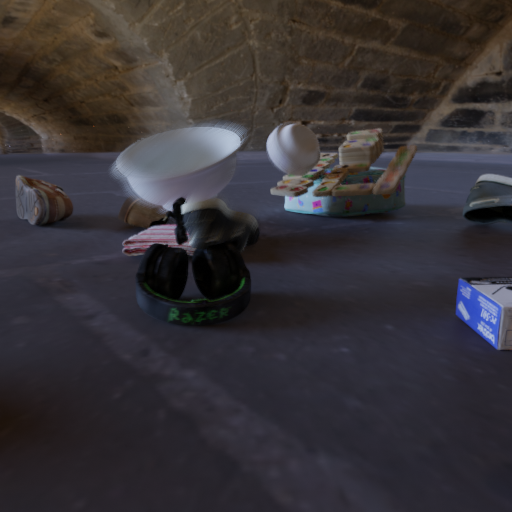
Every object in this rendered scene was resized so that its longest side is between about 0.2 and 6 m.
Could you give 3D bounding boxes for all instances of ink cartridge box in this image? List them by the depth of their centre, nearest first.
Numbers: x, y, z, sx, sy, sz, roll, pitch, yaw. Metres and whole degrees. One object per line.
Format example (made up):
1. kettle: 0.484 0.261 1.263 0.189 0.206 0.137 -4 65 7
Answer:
1. ink cartridge box: 3.337 0.560 5.844 2.148 0.475 1.010 0 14 -3

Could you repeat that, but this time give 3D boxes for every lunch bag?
1. lunch bag: 2.146 -1.679 14.166 2.812 1.084 2.255 -7 15 -28

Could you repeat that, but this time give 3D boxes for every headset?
1. headset: -0.804 0.052 6.851 1.333 1.014 2.159 -2 24 -13

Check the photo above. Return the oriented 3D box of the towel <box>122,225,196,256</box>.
1. towel: -1.256 -0.279 9.944 1.636 0.334 2.235 1 11 5

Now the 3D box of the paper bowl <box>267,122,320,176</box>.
1. paper bowl: 0.885 -2.386 12.224 1.193 1.193 0.620 -10 -18 -37

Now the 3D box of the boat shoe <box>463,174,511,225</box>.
1. boat shoe: 5.682 -0.778 11.237 1.016 1.198 3.289 -49 39 -11

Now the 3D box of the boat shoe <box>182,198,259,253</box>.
1. boat shoe: -0.420 -0.270 7.448 0.671 0.632 1.870 -17 -11 17

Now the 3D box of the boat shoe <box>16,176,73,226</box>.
1. boat shoe: -4.912 -1.256 12.890 0.933 0.985 2.600 -5 23 -34

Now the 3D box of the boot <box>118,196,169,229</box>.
1. boot: -2.174 -0.915 12.182 0.826 0.806 2.190 27 16 4

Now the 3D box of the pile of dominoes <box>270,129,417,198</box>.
1. pile of dominoes: 1.957 -2.115 12.407 2.755 0.563 3.535 -1 24 24

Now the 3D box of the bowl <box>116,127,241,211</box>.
1. bowl: -1.397 -1.577 10.820 2.368 1.064 2.368 -6 33 4
